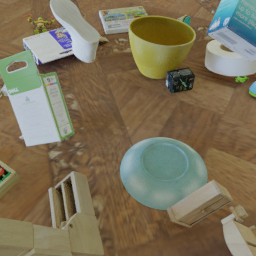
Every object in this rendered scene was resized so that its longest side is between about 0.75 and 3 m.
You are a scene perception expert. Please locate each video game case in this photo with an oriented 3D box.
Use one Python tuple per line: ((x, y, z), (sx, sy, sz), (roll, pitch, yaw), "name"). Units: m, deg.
((-0.131, -5.230, 13.518), (2.260, 0.259, 2.056), (-10, 48, -8), "video game case")

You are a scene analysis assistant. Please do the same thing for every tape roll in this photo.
((3.999, -2.742, 10.611), (2.104, 0.736, 2.104), (-4, 37, 3), "tape roll")

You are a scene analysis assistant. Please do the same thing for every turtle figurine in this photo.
((-4.088, -4.740, 12.902), (1.452, 0.468, 1.171), (0, 55, -17), "turtle figurine")

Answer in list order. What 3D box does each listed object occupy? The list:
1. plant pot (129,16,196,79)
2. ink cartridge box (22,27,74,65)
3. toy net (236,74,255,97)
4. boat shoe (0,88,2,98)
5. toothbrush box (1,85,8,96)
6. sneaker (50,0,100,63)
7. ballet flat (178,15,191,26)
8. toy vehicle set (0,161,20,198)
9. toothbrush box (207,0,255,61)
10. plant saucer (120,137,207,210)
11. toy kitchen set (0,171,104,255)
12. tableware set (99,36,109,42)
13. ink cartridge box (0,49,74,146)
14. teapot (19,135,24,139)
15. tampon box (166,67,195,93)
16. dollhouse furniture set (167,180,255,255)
((1.109, -2.814, 10.227), (2.335, 1.657, 2.335), (4, 44, -4), "plant pot")
((-2.879, -3.344, 11.577), (2.245, 0.492, 2.266), (-25, 50, -23), "ink cartridge box")
((5.113, -1.933, 10.356), (2.502, 0.483, 1.312), (-31, 40, -29), "toy net")
((-4.677, -1.366, 9.905), (0.304, 0.274, 0.845), (-21, 51, -18), "boat shoe")
((-4.048, -1.474, 9.975), (0.554, 0.323, 0.757), (7, 49, 6), "toothbrush box")
((-1.279, -2.218, 6.505), (0.586, 0.919, 1.590), (-31, 74, -24), "sneaker")
((2.152, -4.241, 12.242), (0.873, 0.873, 2.471), (13, 50, 12), "ballet flat")
((-4.359, 1.751, 6.947), (1.728, 0.369, 2.782), (26, 52, 22), "toy vehicle set")
((3.086, -2.907, 6.770), (1.501, 0.875, 2.051), (25, 88, -19), "toothbrush box")
((0.978, 1.019, 7.579), (2.395, 0.461, 2.395), (0, 47, 0), "plant saucer")
((-2.114, 2.027, 5.810), (1.858, 2.278, 2.055), (-40, 46, 20), "toy kitchen set")
((-1.677, -3.888, 11.962), (1.345, 0.187, 1.610), (27, 28, 15), "tableware set")
((-1.628, -0.520, 5.013), (0.833, 1.605, 0.476), (-9, 15, 27), "ink cartridge box")
((-2.489, -0.099, 8.382), (1.145, 0.837, 1.130), (-2, 12, 31), "teapot")
((1.854, -1.698, 9.967), (0.843, 0.632, 0.532), (-12, 48, -11), "tampon box")
((2.160, 2.712, 5.651), (1.248, 1.461, 2.819), (-39, 46, 18), "dollhouse furniture set")
